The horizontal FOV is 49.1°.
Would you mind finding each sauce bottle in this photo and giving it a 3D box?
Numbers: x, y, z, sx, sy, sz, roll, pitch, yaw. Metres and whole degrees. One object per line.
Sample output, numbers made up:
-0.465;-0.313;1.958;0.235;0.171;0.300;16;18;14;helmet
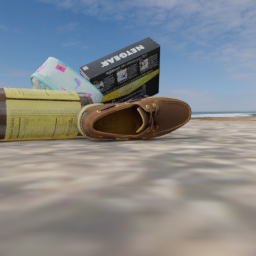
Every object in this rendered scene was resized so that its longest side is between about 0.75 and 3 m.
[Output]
-2.001;-0.244;4.731;2.836;0.918;0.918;0;1;-32;sauce bottle

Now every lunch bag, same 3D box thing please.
-1.937;-0.959;8.483;2.061;0.991;2.570;36;-18;-8;lunch bag

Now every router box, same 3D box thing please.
-0.171;-1.626;9.828;2.778;2.184;0.726;-28;54;-19;router box

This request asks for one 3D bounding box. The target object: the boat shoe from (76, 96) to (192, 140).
0.221;-0.129;4.925;2.169;0.781;0.733;-7;10;-20;boat shoe
